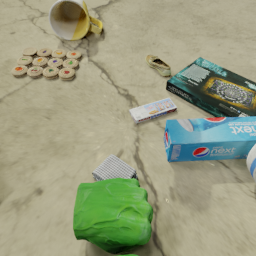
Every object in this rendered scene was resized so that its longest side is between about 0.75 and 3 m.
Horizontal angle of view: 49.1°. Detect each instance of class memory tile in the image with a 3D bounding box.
[{"bbox_3d":[-2.768,-2.260,9.665,2.181,0.183,1.672,4,48,4],"label":"memory tile"}]

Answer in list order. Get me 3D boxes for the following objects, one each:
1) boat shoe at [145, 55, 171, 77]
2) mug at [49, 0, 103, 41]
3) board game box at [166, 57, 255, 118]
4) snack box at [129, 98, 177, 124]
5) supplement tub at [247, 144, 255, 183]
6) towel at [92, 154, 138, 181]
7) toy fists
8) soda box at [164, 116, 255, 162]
[{"bbox_3d":[1.038,-2.200,9.470,0.451,0.386,1.230,-29,54,-24],"label":"boat shoe"},{"bbox_3d":[-2.080,-4.283,10.948,1.499,1.872,1.537,-28,35,18],"label":"mug"},{"bbox_3d":[2.789,-1.131,8.501,2.726,0.384,1.844,35,57,28],"label":"board game box"},{"bbox_3d":[0.729,-0.514,8.088,1.319,0.160,0.474,-18,50,-16],"label":"snack box"},{"bbox_3d":[3.675,1.423,5.176,1.894,1.894,2.871,-7,48,-7],"label":"supplement tub"},{"bbox_3d":[-0.292,1.079,6.495,0.872,0.373,0.722,31,55,25],"label":"towel"},{"bbox_3d":[-0.242,2.242,5.061,1.472,0.993,2.888,-3,49,7],"label":"toy fists"},{"bbox_3d":[2.135,0.270,6.969,2.379,0.763,0.807,-2,48,-3],"label":"soda box"}]
